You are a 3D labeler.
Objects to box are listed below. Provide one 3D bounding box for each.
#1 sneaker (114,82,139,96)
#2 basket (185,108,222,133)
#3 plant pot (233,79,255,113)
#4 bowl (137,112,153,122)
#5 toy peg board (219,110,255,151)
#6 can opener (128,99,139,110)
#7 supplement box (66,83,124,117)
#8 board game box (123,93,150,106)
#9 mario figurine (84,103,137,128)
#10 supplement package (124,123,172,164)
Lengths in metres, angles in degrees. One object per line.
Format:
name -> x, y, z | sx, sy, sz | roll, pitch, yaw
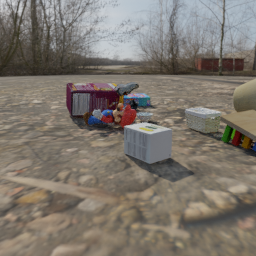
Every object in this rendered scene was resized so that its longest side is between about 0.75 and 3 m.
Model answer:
sneaker -> -0.013, -1.857, 13.655 | 1.489, 0.590, 0.550 | -20, -14, -42
basket -> 3.071, -0.330, 11.528 | 0.890, 0.810, 1.313 | -7, 15, -25
plant pot -> 6.407, -1.362, 12.735 | 2.626, 2.626, 2.803 | -13, 10, -42
bowl -> 0.776, -0.493, 13.141 | 0.775, 0.348, 0.775 | 0, 13, 0
toy peg board -> 4.336, 0.249, 9.569 | 1.857, 0.908, 1.849 | -10, 33, -30
can opener -> 0.233, -1.127, 15.582 | 0.587, 0.728, 1.852 | 38, 16, -7
supplement box -> -1.729, -1.486, 14.443 | 2.670, 1.378, 1.748 | -2, 23, -19
board game box -> 0.006, -1.810, 17.964 | 2.546, 0.573, 1.936 | -2, 14, -8
mario figurine -> -0.710, -0.670, 11.950 | 2.258, 1.197, 1.394 | -2, 43, 22
supplement package -> 0.586, 0.410, 8.372 | 0.896, 0.889, 1.180 | -11, 18, -37
